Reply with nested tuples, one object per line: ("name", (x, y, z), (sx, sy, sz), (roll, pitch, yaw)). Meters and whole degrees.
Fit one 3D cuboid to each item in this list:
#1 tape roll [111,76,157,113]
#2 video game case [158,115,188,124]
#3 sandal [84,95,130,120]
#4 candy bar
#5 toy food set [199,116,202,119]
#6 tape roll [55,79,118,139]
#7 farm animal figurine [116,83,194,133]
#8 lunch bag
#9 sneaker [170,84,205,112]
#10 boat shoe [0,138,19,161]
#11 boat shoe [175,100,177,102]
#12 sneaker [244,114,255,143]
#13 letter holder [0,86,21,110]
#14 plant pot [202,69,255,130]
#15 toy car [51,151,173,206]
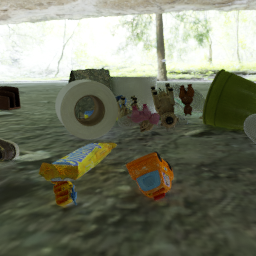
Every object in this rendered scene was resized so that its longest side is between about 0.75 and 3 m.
("tape roll", (0.156, -1.636, 13.501), (2.467, 1.694, 2.467), (1, 10, 0))
("video game case", (1.660, -0.360, 11.306), (1.260, 0.152, 1.382), (0, 13, 1))
("sandal", (-0.792, -0.760, 11.228), (0.907, 0.993, 2.282), (13, 19, 41))
("candy bar", (-0.735, 0.501, 4.821), (0.617, 0.274, 2.474), (0, 5, 9))
("toy food set", (4.049, -0.561, 11.811), (1.622, 0.472, 2.349), (1, 20, 36))
("tape roll", (-1.300, -0.605, 8.640), (1.736, 1.736, 1.192), (-5, 12, -20))
("farm animal figurine", (0.841, -0.457, 9.182), (2.721, 1.368, 2.197), (-24, 22, -29))
("lunch bag", (-1.644, -1.586, 12.323), (1.743, 2.126, 1.250), (-7, 14, -27))
("sneaker", (3.054, -1.235, 13.126), (1.423, 0.888, 2.412), (30, 8, -41))
("boat shoe", (-3.236, 0.457, 6.583), (1.460, 0.525, 0.435), (12, 13, 25))
("boat shoe", (3.310, -2.050, 17.748), (2.330, 0.790, 0.836), (4, 12, 18))
("sneaker", (4.399, 0.105, 7.197), (2.665, 1.006, 1.517), (11, 15, 22))
("letter holder", (-6.619, -1.612, 14.773), (1.640, 1.165, 0.825), (5, 13, 21))
("plant pot", (3.904, -0.776, 9.586), (1.986, 2.063, 2.063), (22, 21, 28))
("toy car", (-0.162, 1.003, 4.566), (1.953, 0.958, 0.650), (-16, 57, 1))
